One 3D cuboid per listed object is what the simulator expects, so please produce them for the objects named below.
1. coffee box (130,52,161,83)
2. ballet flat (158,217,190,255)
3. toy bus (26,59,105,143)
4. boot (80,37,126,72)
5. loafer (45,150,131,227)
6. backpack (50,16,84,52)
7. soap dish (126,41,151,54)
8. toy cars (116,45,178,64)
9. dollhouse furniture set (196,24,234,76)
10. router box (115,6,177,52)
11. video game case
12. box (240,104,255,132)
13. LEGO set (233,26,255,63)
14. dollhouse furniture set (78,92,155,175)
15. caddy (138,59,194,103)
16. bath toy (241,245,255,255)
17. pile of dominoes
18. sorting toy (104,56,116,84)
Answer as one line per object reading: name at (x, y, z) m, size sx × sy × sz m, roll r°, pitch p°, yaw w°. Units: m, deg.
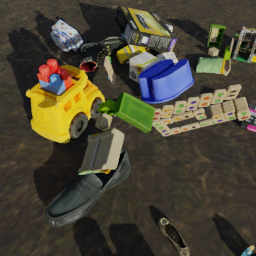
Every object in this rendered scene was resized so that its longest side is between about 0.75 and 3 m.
coffee box at (0.727, -2.603, 12.296) m, size 0.980 × 0.979 × 0.969 m, roll -33°, pitch 53°, yaw -29°
ballet flat at (1.193, 2.792, 7.261) m, size 0.403 × 0.277 × 1.195 m, roll -20°, pitch 48°, yaw -19°
toy bus at (-2.164, -1.276, 9.805) m, size 1.842 × 2.606 × 2.714 m, roll 20°, pitch 46°, yaw 21°
boot at (-1.195, -3.435, 13.224) m, size 2.292 × 0.827 × 1.731 m, roll -9°, pitch 45°, yaw 8°
loafer at (-1.086, 1.585, 7.960) m, size 2.920 × 1.025 × 0.992 m, roll -34°, pitch 54°, yaw -30°
backpack at (-3.009, -4.532, 13.991) m, size 1.486 × 1.560 × 1.202 m, roll 27°, pitch 80°, yaw 17°
soap dish at (0.313, -3.964, 13.985) m, size 1.113 × 0.574 × 1.414 m, roll -21°, pitch 50°, yaw -20°
toy cars at (0.895, -3.321, 12.871) m, size 2.886 × 0.639 × 1.294 m, roll 17°, pitch 73°, yaw 7°
dollhouse furniture set at (4.231, -3.787, 13.401) m, size 1.477 × 1.141 × 2.955 m, roll 11°, pitch 45°, yaw 12°
router box at (0.789, -4.872, 13.661) m, size 2.266 × 0.753 × 2.883 m, roll 3°, pitch 42°, yaw -23°
video game case at (1.056, -5.302, 15.420) m, size 2.134 × 0.485 × 1.934 m, roll 26°, pitch 50°, yaw 24°
box at (4.763, -0.299, 10.110) m, size 1.107 × 0.731 × 0.635 m, roll 20°, pitch 48°, yaw 19°
LEGO set at (6.463, -4.198, 13.456) m, size 2.839 × 1.645 × 2.183 m, roll 26°, pitch 50°, yaw 25°
dollhouse furniture set at (-0.226, 0.265, 5.745) m, size 0.829 × 1.083 × 1.653 m, roll 28°, pitch 63°, yaw -29°
caddy at (1.546, -1.827, 11.346) m, size 2.431 × 1.276 × 1.719 m, roll -36°, pitch 32°, yaw -28°
bath toy at (3.277, 3.388, 6.567) m, size 0.535 × 0.454 × 1.230 m, roll -51°, pitch 49°, yaw 13°
pile of dominoes at (1.638, -0.208, 6.583) m, size 2.242 × 1.747 × 0.357 m, roll -16°, pitch 66°, yaw 22°
sorting toy at (-0.556, -1.794, 8.402) m, size 0.134 × 0.672 × 0.909 m, roll -15°, pitch 38°, yaw 14°
